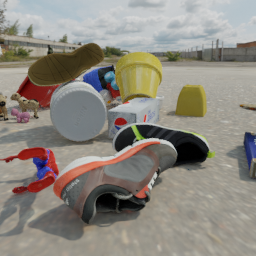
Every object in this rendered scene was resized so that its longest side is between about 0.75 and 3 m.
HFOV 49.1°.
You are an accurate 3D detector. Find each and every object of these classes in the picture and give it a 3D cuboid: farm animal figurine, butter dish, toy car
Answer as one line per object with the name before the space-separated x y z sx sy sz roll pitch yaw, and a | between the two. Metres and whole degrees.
farm animal figurine | -4.850 -0.870 10.946 2.245 1.184 2.271 10 18 32
butter dish | -3.688 -1.985 13.770 2.806 2.079 2.813 -40 2 34
toy car | -0.868 -1.541 13.797 1.704 1.570 1.507 -40 46 1

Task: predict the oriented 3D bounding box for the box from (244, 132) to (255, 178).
box | 3.901 0.602 7.031 1.748 0.468 2.886 5 15 17

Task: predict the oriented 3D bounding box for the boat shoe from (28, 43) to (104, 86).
boat shoe | -1.988 -1.935 9.117 2.788 1.021 0.904 -29 1 -35

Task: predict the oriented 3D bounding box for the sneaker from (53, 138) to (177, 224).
sneaker | 0.067 1.028 5.109 2.745 1.058 1.124 -14 47 -39

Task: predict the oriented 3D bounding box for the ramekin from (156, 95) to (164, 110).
ramekin | 1.032 -1.183 13.155 1.329 0.619 1.329 -1 15 0

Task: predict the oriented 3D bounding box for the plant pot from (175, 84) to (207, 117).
plant pot | 2.802 -1.241 12.202 1.218 1.246 1.210 7 17 21

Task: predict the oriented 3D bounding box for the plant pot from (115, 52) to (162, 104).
plant pot | 0.460 -1.801 11.876 2.069 2.069 1.946 0 59 0

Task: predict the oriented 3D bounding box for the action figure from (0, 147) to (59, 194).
action figure | -1.906 0.800 5.234 1.186 0.782 2.396 -16 -3 -11

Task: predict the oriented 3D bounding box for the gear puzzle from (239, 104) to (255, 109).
gear puzzle | 5.904 -0.998 13.399 0.714 0.180 1.378 -11 16 -28

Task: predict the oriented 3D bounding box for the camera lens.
camera lens | -1.623 -0.603 8.973 1.697 1.697 2.122 -4 16 -13

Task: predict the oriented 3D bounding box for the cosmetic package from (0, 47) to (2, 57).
cosmetic package | -4.407 -2.183 8.648 1.102 0.570 0.481 -38 -27 29

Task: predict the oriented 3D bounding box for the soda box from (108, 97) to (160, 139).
soda box | 0.291 -0.406 9.755 0.987 0.918 2.893 6 16 20

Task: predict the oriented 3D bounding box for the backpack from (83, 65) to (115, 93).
backpack | -1.530 -2.288 15.216 1.800 1.743 2.146 -21 6 22

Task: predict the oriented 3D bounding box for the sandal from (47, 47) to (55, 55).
sandal | -2.584 -2.525 9.447 0.226 0.315 0.792 -1 1 -21

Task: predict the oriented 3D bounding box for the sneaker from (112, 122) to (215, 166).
sneaker | 0.823 0.411 6.848 2.513 0.901 1.041 1 15 5
